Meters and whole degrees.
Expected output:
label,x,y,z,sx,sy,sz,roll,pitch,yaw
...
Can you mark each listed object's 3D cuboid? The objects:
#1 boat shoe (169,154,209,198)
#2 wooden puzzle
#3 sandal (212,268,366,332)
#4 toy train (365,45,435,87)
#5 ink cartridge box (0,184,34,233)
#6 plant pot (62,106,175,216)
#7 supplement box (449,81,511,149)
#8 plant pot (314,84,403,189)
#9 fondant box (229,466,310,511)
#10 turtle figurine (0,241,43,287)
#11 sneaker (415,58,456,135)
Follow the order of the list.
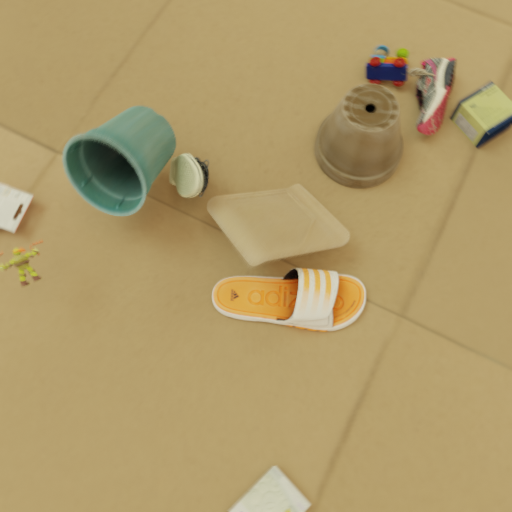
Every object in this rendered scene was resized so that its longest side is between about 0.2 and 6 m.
label,x,y,z,sx,sy,sz,roll,pitch,yaw
boat shoe,-1.203,-1.535,10.679,0.661,2.123,0.792,5,101,-17
wooden puzzle,0.389,-0.595,10.497,2.105,0.392,1.947,-14,45,-27
sandal,0.615,0.773,10.379,2.917,0.836,1.118,0,70,0
toy train,3.183,-4.189,12.215,1.467,0.621,0.849,9,56,18
ink cartridge box,-5.338,-1.016,11.261,1.642,0.414,0.895,18,71,5
plant pot,-2.347,-1.833,10.151,1.625,1.625,1.591,21,45,7
supplement box,4.826,-2.974,11.842,0.943,0.633,0.942,-32,73,-11
plant pot,2.145,-2.496,11.168,1.844,1.600,1.844,0,71,0
fondant box,0.184,4.271,9.381,1.195,0.348,0.862,-42,76,-13
turtle figurine,-3.914,0.135,9.494,0.853,0.275,0.688,-28,97,-23
sneaker,3.728,-3.397,11.990,0.735,0.793,1.968,11,63,22
